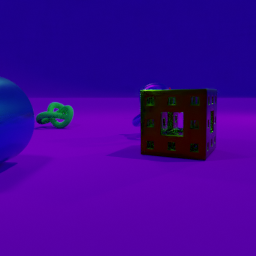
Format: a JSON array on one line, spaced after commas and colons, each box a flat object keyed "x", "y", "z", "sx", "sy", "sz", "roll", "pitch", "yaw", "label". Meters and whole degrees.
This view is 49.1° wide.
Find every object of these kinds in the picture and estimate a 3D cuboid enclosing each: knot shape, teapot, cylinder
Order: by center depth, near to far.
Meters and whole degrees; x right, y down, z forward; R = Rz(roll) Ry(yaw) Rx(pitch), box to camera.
[{"x": -1.845, "y": -0.052, "z": 3.221, "sx": 1.163, "sy": 1.163, "sz": 1.163, "roll": 0, "pitch": 7, "yaw": 3, "label": "cylinder"}, {"x": 0.550, "y": -0.441, "z": 6.163, "sx": 0.533, "sy": 1.153, "sz": 1.079, "roll": 23, "pitch": 9, "yaw": -19, "label": "knot shape"}, {"x": -2.076, "y": -0.339, "z": 7.874, "sx": 1.016, "sy": 0.502, "sz": 1.086, "roll": -16, "pitch": 28, "yaw": -18, "label": "knot shape"}, {"x": 1.753, "y": -1.078, "z": 10.841, "sx": 0.785, "sy": 1.262, "sz": 0.618, "roll": -35, "pitch": 28, "yaw": -8, "label": "teapot"}]

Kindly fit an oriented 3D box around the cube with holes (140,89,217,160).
[{"x": 0.838, "y": -0.113, "z": 4.475, "sx": 0.985, "sy": 0.985, "sz": 0.985, "roll": 2, "pitch": 7, "yaw": 25, "label": "cube with holes"}]
